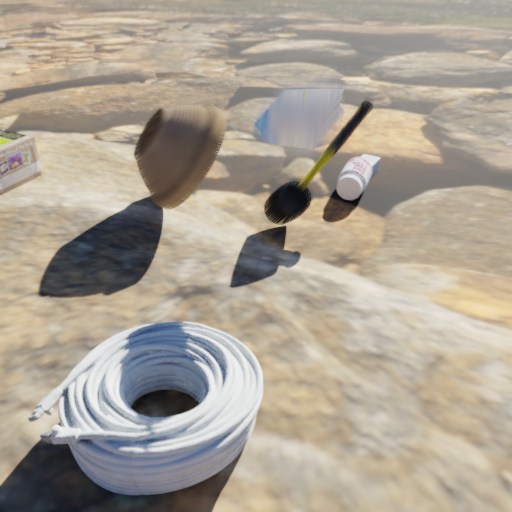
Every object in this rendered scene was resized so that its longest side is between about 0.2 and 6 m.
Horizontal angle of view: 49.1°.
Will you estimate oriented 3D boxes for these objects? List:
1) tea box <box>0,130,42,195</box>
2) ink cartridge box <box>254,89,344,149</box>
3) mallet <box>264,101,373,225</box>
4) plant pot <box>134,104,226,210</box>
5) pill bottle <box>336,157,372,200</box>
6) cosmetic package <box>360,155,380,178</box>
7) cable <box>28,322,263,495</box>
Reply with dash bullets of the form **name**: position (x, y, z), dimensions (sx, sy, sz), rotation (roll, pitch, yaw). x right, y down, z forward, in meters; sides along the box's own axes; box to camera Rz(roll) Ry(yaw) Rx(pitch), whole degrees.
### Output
- **tea box**: position (-5.327, -1.916, 11.307), dimensions (1.285, 0.873, 1.306), rotation (14, 34, 22)
- **ink cartridge box**: position (0.627, -1.794, 7.316), dimensions (0.708, 0.417, 1.229), rotation (-50, 35, -13)
- **mallet**: position (1.147, -1.675, 9.989), dimensions (0.599, 0.959, 2.912), rotation (42, 63, -7)
- **plant pot**: position (-1.534, -1.959, 10.112), dimensions (0.967, 2.095, 2.095), rotation (28, 19, -29)
- **pill bottle**: position (1.907, -1.500, 10.927), dimensions (0.565, 0.565, 0.996), rotation (10, 33, 16)
- **cosmetic package**: position (2.288, -1.847, 11.769), dimensions (0.408, 0.297, 0.803), rotation (17, 37, 26)
- **cable**: position (-0.969, 1.512, 5.859), dimensions (2.053, 0.711, 2.053), rotation (10, 31, 15)
